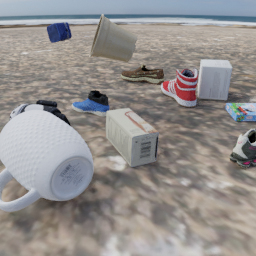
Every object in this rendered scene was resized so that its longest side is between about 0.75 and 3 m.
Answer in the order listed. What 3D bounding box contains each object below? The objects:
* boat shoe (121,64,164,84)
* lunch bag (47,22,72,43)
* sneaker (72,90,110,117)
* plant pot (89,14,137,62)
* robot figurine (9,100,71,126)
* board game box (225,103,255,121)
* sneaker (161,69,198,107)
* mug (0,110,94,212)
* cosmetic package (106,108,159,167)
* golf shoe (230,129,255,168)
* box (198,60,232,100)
[{"bbox_3d":[0.875,-3.328,16.786,2.727,1.009,1.007,9,27,18],"label":"boat shoe"},{"bbox_3d":[-2.894,-4.124,12.033,0.714,0.734,1.080,-26,22,-38],"label":"lunch bag"},{"bbox_3d":[-1.664,-1.206,12.314,1.915,1.065,0.735,15,29,28],"label":"sneaker"},{"bbox_3d":[-0.588,-3.664,12.058,1.690,1.846,1.846,16,22,-15],"label":"plant pot"},{"bbox_3d":[-3.148,-0.191,9.923,2.086,1.301,1.567,8,21,16],"label":"robot figurine"},{"bbox_3d":[5.352,-0.698,12.105,1.828,0.334,1.383,1,25,0],"label":"board game box"},{"bbox_3d":[2.535,-2.294,13.863,1.062,1.677,2.982,-8,27,-17],"label":"sneaker"},{"bbox_3d":[-2.228,0.976,7.075,2.614,1.930,2.292,-42,42,-21],"label":"mug"},{"bbox_3d":[0.073,0.235,9.304,0.939,1.112,2.151,-10,29,-23],"label":"cosmetic package"},{"bbox_3d":[4.222,0.503,8.897,2.265,0.998,0.874,-16,29,-32],"label":"golf shoe"},{"bbox_3d":[4.365,-2.489,14.281,1.445,1.678,1.686,5,26,10],"label":"box"}]
